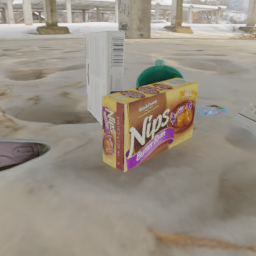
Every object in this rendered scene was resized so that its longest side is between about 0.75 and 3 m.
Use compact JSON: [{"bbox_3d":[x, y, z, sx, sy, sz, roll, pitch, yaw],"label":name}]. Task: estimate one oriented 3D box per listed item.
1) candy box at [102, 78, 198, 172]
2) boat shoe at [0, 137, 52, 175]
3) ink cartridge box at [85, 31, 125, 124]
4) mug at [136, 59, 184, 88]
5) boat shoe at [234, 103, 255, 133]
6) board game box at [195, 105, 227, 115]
[{"bbox_3d":[0.608,-0.211,6.815,0.769,1.588,2.722,21,29,39],"label":"candy box"},{"bbox_3d":[-2.567,0.549,5.482,0.723,0.831,2.255,-12,-5,35],"label":"boat shoe"},{"bbox_3d":[-0.760,-1.550,8.563,0.582,2.637,2.685,-5,18,-18],"label":"ink cartridge box"},{"bbox_3d":[1.156,-1.255,9.401,1.555,1.170,1.892,29,63,23],"label":"mug"},{"bbox_3d":[3.747,-0.225,7.294,0.882,1.017,2.386,33,11,-10],"label":"boat shoe"},{"bbox_3d":[2.838,-0.634,9.774,0.914,0.167,0.691,-7,19,-17],"label":"board game box"}]
